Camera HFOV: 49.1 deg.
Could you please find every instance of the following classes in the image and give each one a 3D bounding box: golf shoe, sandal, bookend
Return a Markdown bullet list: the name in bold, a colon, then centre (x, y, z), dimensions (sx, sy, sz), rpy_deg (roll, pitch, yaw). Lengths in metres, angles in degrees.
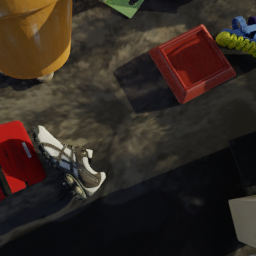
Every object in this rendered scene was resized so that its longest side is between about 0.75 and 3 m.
- **golf shoe**: centre (-1.645, 0.781, 7.822), dimensions (1.171, 0.964, 2.479), rpy_deg (-38, 89, -13)
- **sandal**: centre (3.829, -2.740, 8.516), dimensions (2.130, 0.847, 0.927), rpy_deg (20, 88, -3)
- **bookend**: centre (4.748, 0.438, 7.452), dimensions (2.866, 2.848, 1.320), rpy_deg (-26, 74, 40)

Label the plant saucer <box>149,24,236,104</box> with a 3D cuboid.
- **plant saucer**: centre (2.024, -2.098, 8.705), dimensions (2.069, 0.380, 2.065), rpy_deg (-28, 79, -7)

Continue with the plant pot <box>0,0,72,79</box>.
- **plant pot**: centre (-2.389, -2.656, 5.967), dimensions (2.967, 2.716, 2.967), rpy_deg (0, 55, 0)

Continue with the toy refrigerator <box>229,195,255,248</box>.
- **toy refrigerator**: centre (3.433, 2.143, 6.392), dimensions (1.042, 2.978, 1.131), rpy_deg (-9, 76, -2)

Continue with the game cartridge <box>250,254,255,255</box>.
- **game cartridge**: centre (3.974, 4.478, 7.185), dimensions (1.645, 0.487, 2.537), rpy_deg (-17, 78, 0)

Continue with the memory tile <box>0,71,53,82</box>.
- **memory tile**: centre (-3.047, -2.656, 8.922), dimensions (1.792, 0.196, 2.337), rpy_deg (9, 77, 2)

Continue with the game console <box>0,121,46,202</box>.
- **game console**: centre (-3.621, 1.045, 8.080), dimensions (1.723, 1.187, 2.000), rpy_deg (-21, 76, -37)

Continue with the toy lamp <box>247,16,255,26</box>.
- **toy lamp**: centre (4.916, -3.493, 8.930), dimensions (2.071, 0.603, 0.603), rpy_deg (-13, 77, 0)

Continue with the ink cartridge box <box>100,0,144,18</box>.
- **ink cartridge box**: centre (-0.399, -4.802, 9.276), dimensions (2.097, 0.503, 1.526), rpy_deg (32, 79, 9)
